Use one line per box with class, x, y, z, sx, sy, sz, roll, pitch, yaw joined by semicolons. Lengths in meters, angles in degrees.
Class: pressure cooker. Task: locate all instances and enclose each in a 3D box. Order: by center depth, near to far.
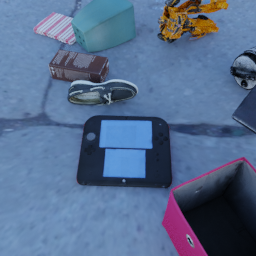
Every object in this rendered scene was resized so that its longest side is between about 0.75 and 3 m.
pressure cooker;3.575;-1.653;7.827;1.251;1.100;1.118;-22;76;-15

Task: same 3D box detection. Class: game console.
game console;-0.059;0.498;6.622;2.119;0.329;1.874;1;52;2

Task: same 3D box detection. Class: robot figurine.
robot figurine;2.017;-3.524;8.978;2.372;1.720;0.691;-18;53;-24

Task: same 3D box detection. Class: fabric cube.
fabric cube;1.643;1.744;4.851;1.576;1.571;1.546;-20;55;-15

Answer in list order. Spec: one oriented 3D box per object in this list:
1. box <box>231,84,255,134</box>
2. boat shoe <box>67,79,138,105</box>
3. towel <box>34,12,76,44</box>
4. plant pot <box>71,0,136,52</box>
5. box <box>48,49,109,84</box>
box;3.197;-0.736;3.864;1.838;2.965;2.915;39;104;21
boat shoe;-0.686;-0.873;7.505;1.898;0.718;0.573;-1;50;14
towel;-2.307;-3.504;9.850;1.672;0.250;1.224;23;55;14
plant pot;-0.850;-3.361;9.124;1.773;1.252;1.253;-33;59;-16
box;-1.419;-1.766;8.250;1.572;0.589;0.787;11;52;11
